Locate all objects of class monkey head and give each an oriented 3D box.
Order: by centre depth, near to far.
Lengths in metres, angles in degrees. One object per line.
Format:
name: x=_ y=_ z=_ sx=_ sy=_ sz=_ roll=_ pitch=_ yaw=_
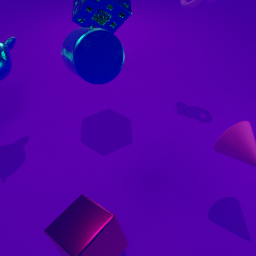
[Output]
monkey head: x=-3.597 y=-1.575 z=7.236 sx=1.164 sy=1.390 sz=1.932 roll=15 pitch=61 yaw=-10

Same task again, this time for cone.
cone: x=2.541 y=0.527 z=5.981 sx=0.965 sy=0.965 sz=0.969 roll=-20 pitch=52 yaw=-18

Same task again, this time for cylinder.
cylinder: x=-0.624 y=-1.263 z=4.847 sx=0.877 sy=0.877 sz=0.877 roll=-20 pitch=27 yaw=-18

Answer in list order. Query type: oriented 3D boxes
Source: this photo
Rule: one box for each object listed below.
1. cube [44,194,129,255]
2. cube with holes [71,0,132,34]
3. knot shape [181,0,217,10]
cube: x=-0.677 y=1.853 z=4.731 sx=0.886 sy=0.886 sz=0.886 roll=19 pitch=50 yaw=41
cube with holes: x=-0.714 y=-3.334 z=7.559 sx=1.132 sy=1.132 sz=1.132 roll=22 pitch=49 yaw=-34
knot shape: x=2.153 y=-4.059 z=8.078 sx=1.226 sy=1.310 sz=0.605 roll=20 pitch=26 yaw=20
